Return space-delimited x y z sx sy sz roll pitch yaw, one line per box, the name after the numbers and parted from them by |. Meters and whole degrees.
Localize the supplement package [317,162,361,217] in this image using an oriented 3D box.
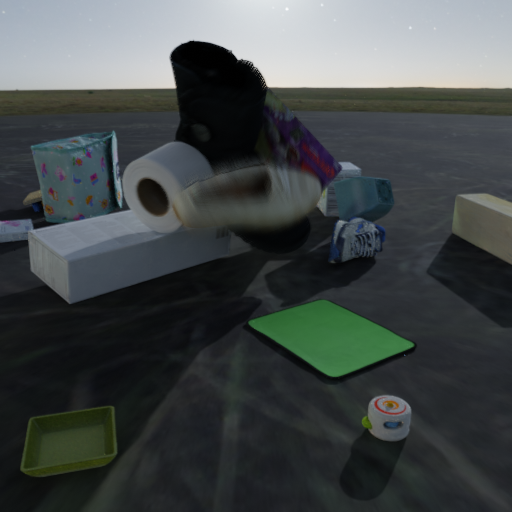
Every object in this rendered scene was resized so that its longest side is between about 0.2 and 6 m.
2.142 -1.762 14.696 0.895 1.217 1.164 -1 18 -6 | supplement package

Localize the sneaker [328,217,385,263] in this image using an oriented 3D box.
2.082 -0.330 11.211 0.877 0.793 2.059 14 23 24 | sneaker

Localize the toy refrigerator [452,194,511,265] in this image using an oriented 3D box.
5.147 -0.601 11.726 0.852 0.924 2.434 -3 18 -10 | toy refrigerator

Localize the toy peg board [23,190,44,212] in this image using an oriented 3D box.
-5.541 -1.499 15.196 1.187 0.583 1.192 -19 20 -7 | toy peg board

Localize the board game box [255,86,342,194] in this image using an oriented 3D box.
0.412 -1.722 11.054 0.539 2.005 3.340 -45 -3 -16 | board game box

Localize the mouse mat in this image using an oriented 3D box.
1.026 1.113 8.001 1.638 0.077 2.035 -12 23 -32 | mouse mat

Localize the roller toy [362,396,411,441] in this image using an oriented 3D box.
1.396 1.683 5.874 0.437 0.335 0.479 18 25 42 | roller toy

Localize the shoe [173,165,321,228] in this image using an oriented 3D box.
-0.034 -0.953 8.886 2.532 0.885 0.676 -11 -22 -21 | shoe

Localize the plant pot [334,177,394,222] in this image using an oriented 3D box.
2.548 -1.335 12.802 1.006 1.004 1.025 -1 -12 -40 | plant pot

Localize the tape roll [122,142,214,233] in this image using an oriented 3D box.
-1.533 -1.213 9.918 1.389 1.389 0.953 10 33 28 | tape roll

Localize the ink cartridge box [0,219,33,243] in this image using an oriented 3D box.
-5.657 -0.566 12.706 1.126 0.244 1.106 -7 20 -23 | ink cartridge box

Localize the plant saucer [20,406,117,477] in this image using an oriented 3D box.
-1.822 1.861 5.549 0.856 0.205 0.854 -5 19 -14 | plant saucer

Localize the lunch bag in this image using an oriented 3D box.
-4.251 -2.033 14.227 1.432 2.001 2.349 9 24 26 | lunch bag

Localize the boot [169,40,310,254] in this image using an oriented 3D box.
-0.232 -1.777 9.598 3.336 2.803 1.274 43 66 13 | boot

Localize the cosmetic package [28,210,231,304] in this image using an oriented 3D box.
-2.214 -0.202 10.417 3.488 0.883 1.440 -17 36 -41 | cosmetic package
